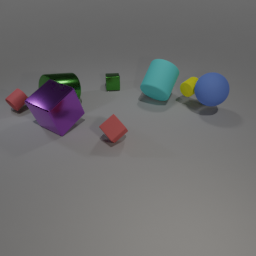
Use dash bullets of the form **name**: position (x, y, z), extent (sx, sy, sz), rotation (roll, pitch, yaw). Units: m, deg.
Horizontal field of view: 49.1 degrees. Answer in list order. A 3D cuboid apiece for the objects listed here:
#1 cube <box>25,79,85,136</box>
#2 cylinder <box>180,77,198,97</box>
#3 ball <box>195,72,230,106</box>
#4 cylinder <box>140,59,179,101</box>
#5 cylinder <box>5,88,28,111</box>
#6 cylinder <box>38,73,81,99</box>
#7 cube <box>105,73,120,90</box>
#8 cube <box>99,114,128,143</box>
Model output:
- **cube**: position (-2.805, -0.803, 10.886), extent (1.400, 1.400, 1.400), rotation (22, 58, 31)
- **cylinder**: position (2.809, -1.848, 12.570), extent (0.700, 0.700, 0.700), rotation (27, 47, 36)
- **ball**: position (3.500, -1.608, 11.704), extent (1.400, 1.400, 1.400), rotation (0, 32, 0)
- **cylinder**: position (1.450, -2.180, 12.808), extent (1.400, 1.400, 1.400), rotation (18, 75, 26)
- **cylinder**: position (-4.797, -1.230, 12.127), extent (0.700, 0.700, 0.700), rotation (24, 63, 33)
- **cylinder**: position (-3.042, -1.726, 12.485), extent (1.400, 1.400, 1.400), rotation (-13, 33, -39)
- **cube**: position (-0.783, -2.370, 14.305), extent (0.700, 0.700, 0.700), rotation (-4, 26, -6)
- **cube**: position (-0.507, 0.031, 10.126), extent (0.700, 0.700, 0.700), rotation (-41, 79, -2)
